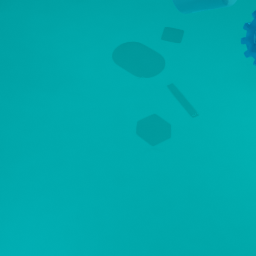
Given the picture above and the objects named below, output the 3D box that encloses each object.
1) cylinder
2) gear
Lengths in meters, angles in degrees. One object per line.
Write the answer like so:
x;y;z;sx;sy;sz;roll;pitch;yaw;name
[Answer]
1.972;-3.713;7.131;1.343;1.343;1.343;10;57;42;cylinder
3.322;-2.098;6.450;0.263;1.420;1.420;-18;62;-33;gear
